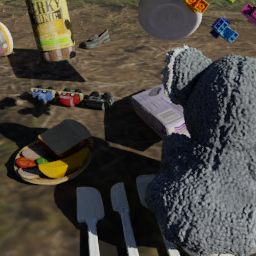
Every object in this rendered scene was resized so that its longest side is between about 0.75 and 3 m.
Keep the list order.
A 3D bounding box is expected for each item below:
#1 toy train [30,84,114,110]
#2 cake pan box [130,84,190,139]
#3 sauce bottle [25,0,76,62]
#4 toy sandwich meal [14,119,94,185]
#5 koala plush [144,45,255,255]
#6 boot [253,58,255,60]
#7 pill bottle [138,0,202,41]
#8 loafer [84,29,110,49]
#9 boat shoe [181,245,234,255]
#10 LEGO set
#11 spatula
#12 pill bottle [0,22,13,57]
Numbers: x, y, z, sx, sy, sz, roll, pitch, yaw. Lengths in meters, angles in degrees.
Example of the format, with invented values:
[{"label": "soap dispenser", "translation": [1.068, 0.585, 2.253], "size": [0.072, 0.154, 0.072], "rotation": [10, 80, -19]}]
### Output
[{"label": "toy train", "translation": [-1.779, -0.904, 8.541], "size": [2.698, 0.460, 0.618], "rotation": [8, 46, 11]}, {"label": "cake pan box", "translation": [1.527, -0.651, 7.159], "size": [2.280, 0.647, 2.475], "rotation": [-25, 27, -10]}, {"label": "sauce bottle", "translation": [-1.695, -2.656, 5.659], "size": [0.827, 2.557, 0.827], "rotation": [-9, 24, 4]}, {"label": "toy sandwich meal", "translation": [-1.604, 0.491, 6.168], "size": [1.853, 0.635, 1.853], "rotation": [0, 33, 0]}, {"label": "koala plush", "translation": [1.460, 0.186, 4.267], "size": [2.411, 2.718, 2.498], "rotation": [18, 21, 24]}, {"label": "boot", "translation": [3.947, -1.129, 8.233], "size": [2.999, 1.097, 2.258], "rotation": [-15, 35, -15]}, {"label": "pill bottle", "translation": [1.225, -4.012, 7.660], "size": [1.616, 1.616, 2.910], "rotation": [5, 65, 8]}, {"label": "loafer", "translation": [-1.560, -4.400, 13.767], "size": [0.657, 0.575, 1.828], "rotation": [18, 37, 26]}, {"label": "boat shoe", "translation": [1.287, 1.859, 4.224], "size": [0.478, 0.436, 1.327], "rotation": [-20, 36, -30]}, {"label": "LEGO set", "translation": [1.362, -2.078, 4.608], "size": [1.922, 0.733, 0.789], "rotation": [37, 19, -12]}, {"label": "spatula", "translation": [0.043, 1.707, 4.670], "size": [1.731, 0.200, 2.490], "rotation": [-5, 31, -10]}, {"label": "pill bottle", "translation": [-6.178, -3.366, 11.339], "size": [1.502, 1.502, 2.581], "rotation": [21, 39, 29]}]
